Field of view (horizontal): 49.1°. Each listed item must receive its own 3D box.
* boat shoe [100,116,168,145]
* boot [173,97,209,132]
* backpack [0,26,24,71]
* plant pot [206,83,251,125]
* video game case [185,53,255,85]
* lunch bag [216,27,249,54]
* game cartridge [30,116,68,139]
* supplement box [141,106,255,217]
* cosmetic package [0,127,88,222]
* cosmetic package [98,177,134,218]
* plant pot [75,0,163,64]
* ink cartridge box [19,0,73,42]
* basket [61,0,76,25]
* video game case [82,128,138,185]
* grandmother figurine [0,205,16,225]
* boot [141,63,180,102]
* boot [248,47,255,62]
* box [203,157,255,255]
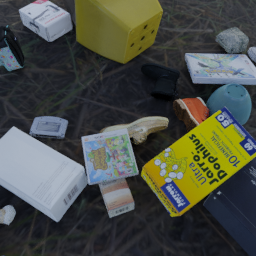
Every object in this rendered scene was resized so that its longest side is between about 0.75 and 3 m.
[{"bbox_3d":[0.281,0.217,9.684,2.438,0.880,0.792,-12,69,-9],"label":"boat shoe"},{"bbox_3d":[2.593,-0.313,10.083,1.138,0.797,2.123,-13,55,-15],"label":"boot"},{"bbox_3d":[-4.998,-3.146,11.530,1.208,1.576,1.386,-23,52,4],"label":"backpack"},{"bbox_3d":[3.804,-0.991,10.322,1.642,1.106,1.642,0,55,0],"label":"plant pot"},{"bbox_3d":[3.793,-2.446,11.363,2.661,0.293,2.426,1,36,1],"label":"video game case"},{"bbox_3d":[4.596,-3.851,12.478,0.963,0.800,1.148,-18,57,-14],"label":"lunch bag"},{"bbox_3d":[-2.854,-0.036,10.196,1.245,0.259,0.829,6,51,4],"label":"game cartridge"},{"bbox_3d":[2.029,1.027,8.164,2.949,1.615,1.605,-35,74,-10],"label":"supplement box"},{"bbox_3d":[-2.900,1.373,8.660,2.880,1.169,1.625,27,59,19],"label":"cosmetic package"},{"bbox_3d":[-0.454,1.787,8.634,0.837,0.706,1.619,-18,57,-12],"label":"cosmetic package"},{"bbox_3d":[-0.258,-4.582,11.893,2.938,2.938,2.591,-40,74,-24],"label":"plant pot"},{"bbox_3d":[-3.898,-5.176,13.357,2.065,0.876,1.504,37,63,21],"label":"ink cartridge box"},{"bbox_3d":[-2.116,-5.779,13.484,1.932,1.457,2.143,-17,61,-6],"label":"basket"},{"bbox_3d":[-0.596,0.843,8.728,1.515,0.184,1.664,-11,56,-6],"label":"video game case"},{"bbox_3d":[-4.189,2.845,8.006,1.971,0.597,1.195,-25,68,-14],"label":"grandmother figurine"},{"bbox_3d":[1.210,-1.814,11.208,1.745,0.646,1.430,14,60,9],"label":"boot"},{"bbox_3d":[5.918,-3.082,11.900,0.674,0.875,1.832,-23,58,-15],"label":"boot"},{"bbox_3d":[3.728,2.284,8.012,2.013,1.151,2.210,-31,61,-20],"label":"box"}]
